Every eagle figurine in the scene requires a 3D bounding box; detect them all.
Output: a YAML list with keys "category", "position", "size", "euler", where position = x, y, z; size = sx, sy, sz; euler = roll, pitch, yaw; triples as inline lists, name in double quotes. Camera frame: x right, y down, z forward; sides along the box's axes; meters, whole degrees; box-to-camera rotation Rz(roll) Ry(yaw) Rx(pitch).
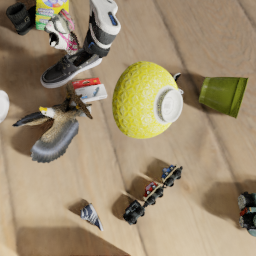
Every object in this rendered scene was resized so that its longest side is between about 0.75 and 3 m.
- category: "eagle figurine"
  position: [-2.844, -0.298, 10.872]
  size: [2.786, 2.102, 2.114]
  euler: [-44, 28, 14]

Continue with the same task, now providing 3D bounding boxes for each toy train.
- category: "toy train"
  position: [0.931, 2.348, 10.294]
  size: [2.899, 0.494, 0.664]
  euler: [-42, 62, -14]
- category: "toy train"
  position: [5.160, 2.953, 9.775]
  size: [2.629, 1.120, 1.498]
  euler: [0, 56, 2]

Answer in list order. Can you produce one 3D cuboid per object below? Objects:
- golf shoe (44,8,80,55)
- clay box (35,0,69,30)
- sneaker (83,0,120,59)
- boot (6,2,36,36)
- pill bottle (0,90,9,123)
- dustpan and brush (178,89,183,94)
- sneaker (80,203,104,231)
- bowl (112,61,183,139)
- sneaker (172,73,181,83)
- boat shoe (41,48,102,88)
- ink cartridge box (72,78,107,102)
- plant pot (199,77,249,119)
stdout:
- category: "golf shoe"
  position: [-2.265, -3.074, 9.491]
  size: [1.006, 2.185, 0.793]
  euler: [-39, 79, -9]
- category: "clay box"
  position: [-3.551, -5.703, 13.172]
  size: [1.473, 0.610, 2.563]
  euler: [2, 66, -20]
- category: "sneaker"
  position: [-1.089, -3.484, 9.692]
  size: [1.037, 1.588, 2.839]
  euler: [16, 40, -23]
- category: "boot"
  position: [-4.643, -5.278, 12.791]
  size: [0.700, 1.390, 1.859]
  euler: [25, 71, 9]
- category: "pill bottle"
  position: [-6.165, -1.025, 11.123]
  size: [2.380, 1.360, 1.360]
  euler: [10, 69, 4]
- category: "dustpan and brush"
  position: [1.496, -1.774, 11.725]
  size: [1.698, 0.486, 1.185]
  euler: [20, 100, -1]
- category: "sneaker"
  position: [-1.312, 3.263, 9.952]
  size: [0.583, 0.376, 1.074]
  euler: [-26, 64, -15]
- category: "bowl"
  position: [0.829, -0.748, 8.379]
  size: [1.299, 2.413, 2.413]
  euler: [16, 64, 45]
- category: "sneaker"
  position: [2.028, -1.946, 12.081]
  size: [0.881, 0.322, 0.493]
  euler: [-39, 77, -6]
- category: "boat shoe"
  position: [-2.442, -2.741, 12.009]
  size: [2.944, 0.975, 1.029]
  euler: [-26, 71, -10]
- category: "ink cartridge box"
  position: [-1.633, -1.662, 11.827]
  size: [1.237, 0.277, 1.090]
  euler: [-14, 70, -20]
- category: "plant pot"
  position: [3.776, -1.376, 11.251]
  size: [1.615, 1.678, 1.678]
  euler: [17, 69, 19]
